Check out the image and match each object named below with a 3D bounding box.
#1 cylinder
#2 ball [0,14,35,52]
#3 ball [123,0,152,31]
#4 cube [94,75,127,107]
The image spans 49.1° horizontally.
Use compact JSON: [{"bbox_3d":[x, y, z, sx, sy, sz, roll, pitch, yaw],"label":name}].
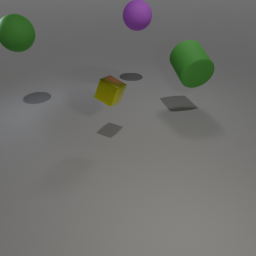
[{"bbox_3d":[2.565,-2.600,11.355,1.400,1.400,1.400,-7,50,-13],"label":"cylinder"},{"bbox_3d":[-4.320,-3.660,10.829,1.400,1.400,1.400,0,29,0],"label":"ball"},{"bbox_3d":[0.451,-5.405,13.444,1.400,1.400,1.400,0,29,0],"label":"ball"},{"bbox_3d":[-0.574,-1.219,9.200,0.700,0.700,0.700,30,29,12],"label":"cube"}]
